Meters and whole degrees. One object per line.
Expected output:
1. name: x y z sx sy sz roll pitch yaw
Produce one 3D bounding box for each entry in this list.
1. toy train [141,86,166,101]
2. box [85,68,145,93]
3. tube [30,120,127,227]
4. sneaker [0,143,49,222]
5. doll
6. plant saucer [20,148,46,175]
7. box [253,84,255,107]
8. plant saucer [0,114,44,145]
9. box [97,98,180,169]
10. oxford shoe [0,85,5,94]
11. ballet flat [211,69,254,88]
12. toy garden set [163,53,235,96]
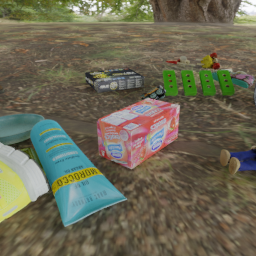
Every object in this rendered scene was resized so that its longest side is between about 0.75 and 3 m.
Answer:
1. toy train: 0.799 -1.039 8.974 0.832 0.355 0.474 -34 46 7
2. box: -0.549 -1.920 11.107 1.956 0.480 1.576 -10 29 -21
3. tube: -1.161 0.714 5.295 1.057 0.688 2.729 -21 37 -24
4. sneaker: -2.679 0.695 4.660 2.721 1.063 1.229 17 46 29
5. doll: 2.773 0.628 5.632 1.650 0.400 1.126 -6 25 -13
6. plant saucer: -2.256 0.722 5.615 1.025 0.246 1.024 -12 27 -25
7. box: 4.594 -1.044 8.965 0.938 0.661 1.268 8 26 17
8. plant saucer: -2.917 0.052 6.863 1.740 0.313 1.740 -4 20 1
9. box: 0.285 0.035 6.335 0.961 0.886 1.873 18 30 34
10. oxford shoe: -5.310 -1.541 9.786 2.168 0.915 0.788 9 24 16
11. ballet flat: 4.171 -2.052 11.151 1.730 0.598 0.616 26 68 40
12. toy garden set: 2.462 -1.921 10.323 2.400 0.479 2.001 0 56 -2
